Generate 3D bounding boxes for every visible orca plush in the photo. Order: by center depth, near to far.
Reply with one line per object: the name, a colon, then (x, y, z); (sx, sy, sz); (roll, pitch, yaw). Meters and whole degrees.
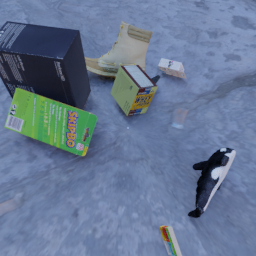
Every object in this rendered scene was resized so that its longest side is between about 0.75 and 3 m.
orca plush: (1.964, 1.246, 7.115); (0.757, 1.121, 2.131); (23, 71, 29)

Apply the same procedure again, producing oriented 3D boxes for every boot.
boot: (-0.501, -2.862, 10.158); (2.566, 1.994, 0.934); (15, 22, 8)

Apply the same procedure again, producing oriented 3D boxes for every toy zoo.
toy zoo: (0.857, 2.351, 5.823); (0.096, 0.934, 0.613); (-15, 75, -11)

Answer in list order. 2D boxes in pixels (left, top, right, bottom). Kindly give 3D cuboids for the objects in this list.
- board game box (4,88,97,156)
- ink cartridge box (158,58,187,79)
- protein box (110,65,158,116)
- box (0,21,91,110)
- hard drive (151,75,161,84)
board game box: (-2.192, -0.174, 8.032); (2.582, 0.387, 1.233); (19, 93, 11)
ink cartridge box: (1.743, -2.253, 10.613); (1.053, 0.606, 0.357); (21, 83, 25)
protein box: (0.166, -1.223, 9.048); (0.777, 1.144, 1.152); (-12, 52, -34)
box: (-2.592, -1.739, 8.760); (2.336, 2.566, 1.336); (11, 55, 9)
hard drive: (0.698, -1.470, 9.988); (0.697, 0.164, 0.998); (-20, 26, 46)
